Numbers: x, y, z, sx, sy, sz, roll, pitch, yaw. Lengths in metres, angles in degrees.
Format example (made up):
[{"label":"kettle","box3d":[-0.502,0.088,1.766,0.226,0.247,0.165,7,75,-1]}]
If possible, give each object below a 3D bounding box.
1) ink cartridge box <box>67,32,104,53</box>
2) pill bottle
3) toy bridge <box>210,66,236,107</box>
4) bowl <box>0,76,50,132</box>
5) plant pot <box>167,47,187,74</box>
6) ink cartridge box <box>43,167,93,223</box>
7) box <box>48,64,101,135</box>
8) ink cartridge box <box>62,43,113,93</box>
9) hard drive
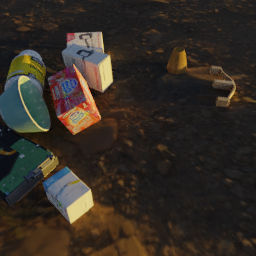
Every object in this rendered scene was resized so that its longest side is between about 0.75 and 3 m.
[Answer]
[{"label":"ink cartridge box","box3d":[-2.233,-4.294,14.749,1.851,0.781,1.340,-5,62,-5]},{"label":"pill bottle","box3d":[-4.456,-2.324,12.384,1.514,1.514,2.703,-6,44,-6]},{"label":"toy bridge","box3d":[4.388,-1.980,12.852,0.946,0.383,2.816,7,44,3]},{"label":"bowl","box3d":[-3.962,-0.709,10.523,1.157,2.212,2.212,-22,45,5]},{"label":"plant pot","box3d":[2.463,-3.394,13.832,0.999,1.072,0.999,0,43,0]},{"label":"ink cartridge box","box3d":[-1.768,1.987,8.356,1.206,0.885,0.880,34,53,31]},{"label":"box","box3d":[-2.170,-1.194,11.119,1.285,1.231,2.578,-28,48,3]},{"label":"ink cartridge box","box3d":[-1.805,-2.741,12.755,2.114,1.535,0.881,24,54,23]},{"label":"hard drive","box3d":[-4.128,1.104,9.411,2.983,0.564,2.084,21,47,26]}]
